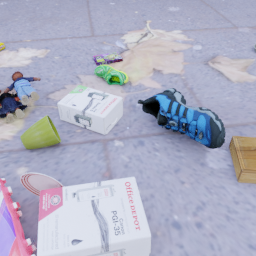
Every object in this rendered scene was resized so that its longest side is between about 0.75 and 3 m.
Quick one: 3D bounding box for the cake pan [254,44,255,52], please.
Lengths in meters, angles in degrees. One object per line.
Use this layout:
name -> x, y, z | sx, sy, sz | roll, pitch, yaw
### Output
cake pan -> 5.765, -3.304, 11.759 | 0.975, 0.179, 0.975 | 0, 40, 0

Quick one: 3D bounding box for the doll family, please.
doll family -> -3.849, -0.886, 8.358 | 2.621, 1.028, 1.515 | -17, 39, -26

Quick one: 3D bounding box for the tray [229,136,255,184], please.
tray -> 3.817, 0.795, 6.712 | 2.449, 0.453, 1.208 | 3, 40, 5

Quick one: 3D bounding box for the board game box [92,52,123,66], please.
board game box -> -0.813, -2.765, 11.154 | 1.077, 0.174, 0.647 | -13, 46, -15

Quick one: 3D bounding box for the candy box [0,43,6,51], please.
candy box -> -6.388, -3.473, 11.891 | 2.059, 0.272, 1.052 | 15, 45, 18

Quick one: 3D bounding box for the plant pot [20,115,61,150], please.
plant pot -> -2.298, 0.201, 7.264 | 0.847, 0.792, 0.792 | -26, 45, -6

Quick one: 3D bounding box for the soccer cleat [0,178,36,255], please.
soccer cleat -> -2.401, 1.871, 5.207 | 0.922, 0.805, 2.412 | -24, 49, -22

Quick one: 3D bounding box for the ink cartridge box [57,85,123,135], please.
ink cartridge box -> -1.054, -0.557, 8.138 | 1.547, 0.650, 1.125 | 18, 43, 20

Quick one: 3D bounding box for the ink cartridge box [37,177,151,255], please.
ink cartridge box -> -0.638, 1.773, 5.272 | 1.907, 0.789, 1.397 | -7, 41, -9

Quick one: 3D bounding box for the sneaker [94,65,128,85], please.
sneaker -> -0.647, -1.841, 9.786 | 1.331, 0.493, 0.556 | 19, 40, 21

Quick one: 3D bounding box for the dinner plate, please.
dinner plate -> -1.719, 1.190, 5.786 | 1.020, 1.020, 0.124 | 9, 47, 10

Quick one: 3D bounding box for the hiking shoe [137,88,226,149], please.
hiking shoe -> 1.359, -0.153, 7.354 | 1.150, 0.987, 2.652 | -18, 34, -21
